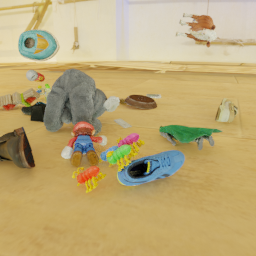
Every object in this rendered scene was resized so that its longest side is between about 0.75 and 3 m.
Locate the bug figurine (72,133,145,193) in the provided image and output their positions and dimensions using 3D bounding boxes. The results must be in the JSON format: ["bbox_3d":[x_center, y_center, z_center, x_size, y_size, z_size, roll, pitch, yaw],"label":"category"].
[{"bbox_3d":[-0.443,0.772,7.427,1.724,0.572,2.224,-33,4,23],"label":"bug figurine"}]

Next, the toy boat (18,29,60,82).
[{"bbox_3d":[-3.231,-2.572,9.927,1.583,1.884,0.875,3,2,12],"label":"toy boat"}]

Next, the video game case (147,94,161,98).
[{"bbox_3d":[1.661,-2.061,18.043,0.930,0.109,0.846,1,17,3],"label":"video game case"}]

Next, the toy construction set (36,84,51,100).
[{"bbox_3d":[-4.316,-2.343,17.463,2.527,1.164,1.657,-25,28,-31],"label":"toy construction set"}]

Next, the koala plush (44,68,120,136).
[{"bbox_3d":[-1.713,-1.073,11.708,2.452,2.541,2.765,9,8,24],"label":"koala plush"}]

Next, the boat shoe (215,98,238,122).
[{"bbox_3d":[4.580,-0.745,12.838,0.817,0.910,2.460,18,27,19],"label":"boat shoe"}]

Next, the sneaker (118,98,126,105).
[{"bbox_3d":[-0.416,-1.557,16.025,0.980,0.367,0.441,5,24,13],"label":"sneaker"}]

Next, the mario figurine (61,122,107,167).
[{"bbox_3d":[-1.357,0.621,8.967,1.223,1.050,1.981,32,19,-22],"label":"mario figurine"}]

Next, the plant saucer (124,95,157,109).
[{"bbox_3d":[0.731,-1.493,15.421,1.849,0.318,1.849,8,22,-3],"label":"plant saucer"}]

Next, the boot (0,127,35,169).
[{"bbox_3d":[-3.512,0.755,8.073,1.371,1.057,2.830,-20,16,-18],"label":"boot"}]

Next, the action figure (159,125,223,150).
[{"bbox_3d":[1.876,0.234,9.878,1.482,0.686,2.510,-10,13,-26],"label":"action figure"}]

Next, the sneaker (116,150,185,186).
[{"bbox_3d":[0.715,0.981,7.085,2.030,0.669,0.796,-13,-12,-25],"label":"sneaker"}]

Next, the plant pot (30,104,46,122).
[{"bbox_3d":[-3.968,-0.720,12.866,0.779,0.691,0.777,7,20,19],"label":"plant pot"}]

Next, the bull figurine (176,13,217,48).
[{"bbox_3d":[2.010,-2.865,8.052,1.086,0.583,1.790,17,35,9],"label":"bull figurine"}]

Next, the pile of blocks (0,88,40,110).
[{"bbox_3d":[-5.988,-1.298,14.888,2.635,1.082,0.819,-13,63,-11],"label":"pile of blocks"}]

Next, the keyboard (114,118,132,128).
[{"bbox_3d":[-0.248,-0.215,12.296,0.363,0.069,1.288,-8,19,-22],"label":"keyboard"}]

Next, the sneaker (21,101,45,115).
[{"bbox_3d":[-4.437,-1.001,13.739,1.692,0.693,0.619,3,18,10],"label":"sneaker"}]
